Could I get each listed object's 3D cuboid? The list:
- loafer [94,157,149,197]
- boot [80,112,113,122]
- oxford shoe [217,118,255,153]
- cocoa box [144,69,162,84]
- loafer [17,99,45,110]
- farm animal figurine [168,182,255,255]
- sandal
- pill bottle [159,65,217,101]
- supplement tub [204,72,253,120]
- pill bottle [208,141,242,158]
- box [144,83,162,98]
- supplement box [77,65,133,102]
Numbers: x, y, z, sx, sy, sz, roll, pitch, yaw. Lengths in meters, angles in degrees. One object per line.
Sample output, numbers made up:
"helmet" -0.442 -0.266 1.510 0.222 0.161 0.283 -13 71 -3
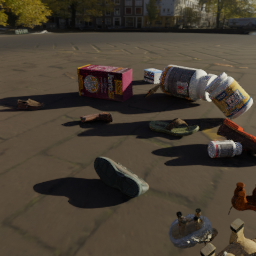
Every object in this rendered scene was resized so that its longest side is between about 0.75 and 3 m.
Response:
"loafer" -0.176 1.106 6.391 1.480 0.532 0.466 29 16 37
"boot" -1.126 -0.330 9.782 1.025 0.329 0.956 -7 11 -23
"oxford shoe" 3.276 0.432 7.889 0.612 0.623 1.719 20 19 -46
"cocoa box" 1.379 -2.837 15.238 0.636 0.626 0.954 -14 27 -30
"loafer" -3.895 -0.948 11.143 1.105 0.392 0.404 -2 23 -4
"farm animal figurine" 1.846 1.884 3.911 2.037 1.074 2.059 -18 34 -9
"sandal" 1.450 -0.084 9.041 1.629 0.465 0.647 9 25 20
"pill bottle" 2.641 -1.938 12.213 1.361 1.361 2.339 -21 32 -40
"supplement tub" 3.517 -1.129 9.876 1.448 1.047 1.047 46 31 -1
"pill bottle" 2.616 0.565 7.559 0.808 0.447 0.447 -2 23 -6
"box" 1.116 -1.671 12.431 0.754 0.616 0.080 -33 81 -34
"supplement box" -1.026 -2.041 12.539 2.335 1.288 1.000 11 26 25
